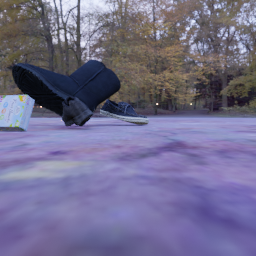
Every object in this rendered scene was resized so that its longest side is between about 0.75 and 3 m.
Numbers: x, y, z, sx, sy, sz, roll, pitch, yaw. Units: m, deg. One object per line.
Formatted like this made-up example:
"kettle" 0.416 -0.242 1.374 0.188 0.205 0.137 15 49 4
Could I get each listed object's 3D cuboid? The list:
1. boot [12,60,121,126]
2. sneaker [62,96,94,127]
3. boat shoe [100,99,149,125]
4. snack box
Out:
"boot" -1.925 -1.588 9.373 2.933 1.120 2.464 32 45 3
"sneaker" -1.413 -0.466 7.228 0.589 0.704 1.550 -41 15 -27
"boat shoe" -0.141 -0.590 10.133 2.230 0.694 0.832 19 2 43
"snack box" -2.597 -0.331 6.190 0.905 0.763 0.306 0 -20 18
